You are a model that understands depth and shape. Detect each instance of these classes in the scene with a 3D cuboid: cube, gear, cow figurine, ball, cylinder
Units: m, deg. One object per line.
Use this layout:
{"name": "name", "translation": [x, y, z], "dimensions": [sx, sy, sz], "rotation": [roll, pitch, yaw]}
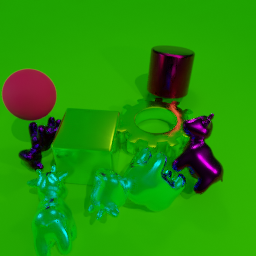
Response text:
{"name": "cube", "translation": [-0.857, 0.425, 6.323], "dimensions": [1.239, 1.239, 1.239], "rotation": [4, 44, 4]}
{"name": "gear", "translation": [0.721, -0.071, 7.326], "dimensions": [2.094, 0.387, 2.094], "rotation": [-1, 38, 1]}
{"name": "cow figurine", "translation": [-2.003, 0.393, 6.586], "dimensions": [0.630, 1.129, 1.147], "rotation": [17, 26, 34]}
{"name": "ball", "translation": [-2.171, -0.731, 6.214], "dimensions": [1.143, 1.143, 1.143], "rotation": [0, 44, 0]}
{"name": "cylinder", "translation": [1.226, -1.652, 8.172], "dimensions": [1.247, 1.247, 1.247], "rotation": [4, 28, -2]}
{"name": "cow figurine", "translation": [-1.419, 1.465, 5.176], "dimensions": [0.831, 1.514, 1.490], "rotation": [-14, 86, -8]}
{"name": "cow figurine", "translation": [0.165, 1.222, 5.456], "dimensions": [1.720, 1.748, 0.959], "rotation": [-52, 29, -15]}
{"name": "cow figurine", "translation": [1.552, 0.485, 5.834], "dimensions": [1.394, 0.778, 1.417], "rotation": [-45, 75, 5]}
